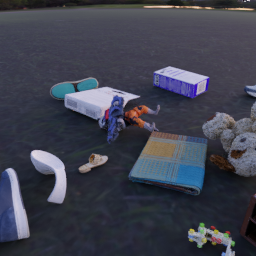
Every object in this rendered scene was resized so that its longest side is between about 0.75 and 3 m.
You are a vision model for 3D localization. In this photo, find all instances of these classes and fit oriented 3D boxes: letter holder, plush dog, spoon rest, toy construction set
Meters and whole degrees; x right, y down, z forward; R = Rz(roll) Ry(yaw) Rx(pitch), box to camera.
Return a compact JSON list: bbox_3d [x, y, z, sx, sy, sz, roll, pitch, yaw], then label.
[{"bbox_3d":[4.109,1.983,6.195,2.500,1.257,1.777,-18,36,-29],"label":"letter holder"},{"bbox_3d":[3.707,0.581,8.638,2.489,1.997,2.137,-17,34,32],"label":"plush dog"},{"bbox_3d":[-2.187,1.218,8.026,1.039,0.634,2.090,23,16,-38],"label":"spoon rest"},{"bbox_3d":[1.881,2.463,6.093,1.069,0.492,0.701,28,15,28],"label":"toy construction set"}]

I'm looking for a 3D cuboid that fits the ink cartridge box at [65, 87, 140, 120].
[{"bbox_3d":[-1.110,-1.181,12.621,2.174,0.677,2.701,21,25,33],"label":"ink cartridge box"}]

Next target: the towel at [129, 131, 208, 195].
[{"bbox_3d":[1.420,0.981,8.966,2.084,0.308,2.842,9,29,15],"label":"towel"}]

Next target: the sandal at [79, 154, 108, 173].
[{"bbox_3d":[-1.077,1.000,8.776,0.406,0.364,1.108,15,32,42],"label":"sandal"}]

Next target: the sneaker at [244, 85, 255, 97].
[{"bbox_3d":[6.848,-2.068,13.606,2.373,1.024,0.921,-1,29,-1],"label":"sneaker"}]

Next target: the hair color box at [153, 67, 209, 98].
[{"bbox_3d":[2.693,-2.399,14.441,1.373,0.814,2.512,-27,41,-38],"label":"hair color box"}]

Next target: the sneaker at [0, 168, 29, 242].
[{"bbox_3d":[-3.408,1.874,6.744,1.654,0.870,2.289,-10,32,-23],"label":"sneaker"}]

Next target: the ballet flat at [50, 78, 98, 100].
[{"bbox_3d":[-2.656,-1.887,13.708,2.483,0.862,0.862,-16,33,-28],"label":"ballet flat"}]

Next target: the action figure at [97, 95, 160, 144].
[{"bbox_3d":[-0.067,-0.106,10.400,2.271,1.228,2.348,0,48,16],"label":"action figure"}]
